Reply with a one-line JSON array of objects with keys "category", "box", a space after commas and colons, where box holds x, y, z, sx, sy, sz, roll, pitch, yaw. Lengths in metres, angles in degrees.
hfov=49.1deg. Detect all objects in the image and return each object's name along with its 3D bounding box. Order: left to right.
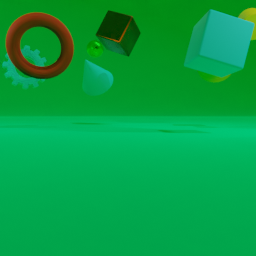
[{"category": "gear", "box": [-3.461, -2.046, 9.502, 1.418, 1.418, 0.262, -1, 1, -29]}, {"category": "ring", "box": [-2.583, -2.389, 8.299, 1.928, 1.928, 0.386, -1, 26, -15]}, {"category": "cone", "box": [-1.602, -2.493, 12.423, 1.519, 1.519, 1.525, 1, -30, 18]}, {"category": "ball", "box": [-1.550, -3.719, 13.166, 0.808, 0.808, 0.808, 0, 3, 0]}, {"category": "cube", "box": [-0.362, -3.700, 11.010, 1.143, 1.143, 1.143, 24, -5, 23]}, {"category": "cylinder", "box": [3.222, -2.495, 10.263, 1.213, 1.213, 1.213, 1, 44, 22]}, {"category": "cube", "box": [1.929, -1.778, 6.085, 0.988, 0.988, 0.988, 15, -1, -5]}, {"category": "cylinder", "box": [3.601, -3.016, 8.124, 0.746, 0.746, 0.746, 1, 33, 11]}]
